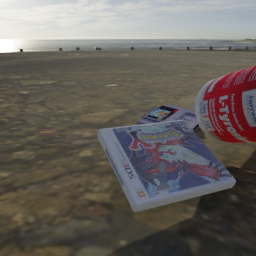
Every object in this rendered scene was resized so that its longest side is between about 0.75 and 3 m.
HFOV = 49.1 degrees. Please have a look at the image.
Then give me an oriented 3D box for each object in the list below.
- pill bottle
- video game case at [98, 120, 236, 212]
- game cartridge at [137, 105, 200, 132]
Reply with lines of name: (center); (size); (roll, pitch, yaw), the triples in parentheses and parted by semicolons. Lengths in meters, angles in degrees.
pill bottle: (2.883, -0.519, 5.819); (1.654, 1.654, 2.946); (-8, -1, -21)
video game case: (0.698, 0.573, 5.485); (2.122, 0.244, 1.934); (-6, 41, -25)
game cartridge: (1.372, -0.215, 8.534); (1.458, 0.432, 2.249); (22, 27, 23)
